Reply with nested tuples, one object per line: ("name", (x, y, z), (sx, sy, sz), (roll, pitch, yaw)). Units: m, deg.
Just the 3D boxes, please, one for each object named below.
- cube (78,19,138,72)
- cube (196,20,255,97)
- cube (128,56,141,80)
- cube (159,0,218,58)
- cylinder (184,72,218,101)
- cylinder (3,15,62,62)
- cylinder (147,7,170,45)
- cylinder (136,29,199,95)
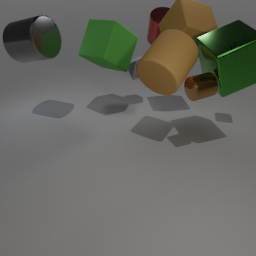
("cube", (-0.724, -3.051, 10.425), (1.400, 1.400, 1.400), (19, 2, 36))
("cube", (2.993, -2.028, 8.156), (1.400, 1.400, 1.400), (-23, 40, 3))
("cube", (0.376, -2.582, 12.040), (0.700, 0.700, 0.700), (-24, 19, 10))
("cube", (2.118, -3.473, 9.909), (1.400, 1.400, 1.400), (6, 62, -26))
("cylinder", (2.084, -1.185, 8.015), (0.700, 0.700, 0.700), (-16, 33, -15))
("cylinder", (-3.268, -3.020, 9.617), (1.400, 1.400, 1.400), (2, 28, 30))
("cylinder", (1.692, -4.895, 13.687), (1.400, 1.400, 1.400), (2, 57, -3))
("cylinder", (1.179, -1.947, 8.368), (1.400, 1.400, 1.400), (20, 62, 31))
